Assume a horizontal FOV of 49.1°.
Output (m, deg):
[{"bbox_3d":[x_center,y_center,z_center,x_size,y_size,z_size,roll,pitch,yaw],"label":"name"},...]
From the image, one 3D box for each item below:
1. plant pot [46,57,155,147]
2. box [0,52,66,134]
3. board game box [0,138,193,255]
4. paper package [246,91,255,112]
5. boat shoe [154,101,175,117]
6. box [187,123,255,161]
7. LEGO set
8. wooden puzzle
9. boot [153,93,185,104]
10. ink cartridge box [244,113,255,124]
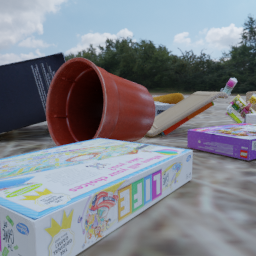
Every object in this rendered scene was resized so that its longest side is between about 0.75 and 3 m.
[{"bbox_3d":[-0.440,-0.359,5.606,1.724,1.724,1.677,7,2,42],"label":"plant pot"},{"bbox_3d":[-2.995,-0.845,7.251,2.570,1.469,2.823,-17,14,-21],"label":"box"},{"bbox_3d":[-0.502,0.539,3.054,1.585,0.403,2.357,5,9,36],"label":"board game box"},{"bbox_3d":[4.464,-0.652,9.052,0.588,1.084,1.138,-7,11,-42],"label":"paper package"},{"bbox_3d":[0.937,-0.631,10.170,2.180,0.784,0.716,-1,2,-7],"label":"boat shoe"},{"bbox_3d":[2.321,0.204,5.497,1.948,0.381,1.333,-6,10,-35],"label":"box"},{"bbox_3d":[3.824,-0.415,8.126,2.587,1.190,0.963,29,36,21],"label":"LEGO set"},{"bbox_3d":[1.387,-0.390,7.608,2.220,0.413,2.054,-27,8,2],"label":"wooden puzzle"},{"bbox_3d":[2.087,-1.539,16.754,1.802,0.886,2.517,-9,6,-20],"label":"boot"},{"bbox_3d":[3.777,-0.124,7.247,1.274,0.540,0.928,-8,9,-35],"label":"ink cartridge box"}]
